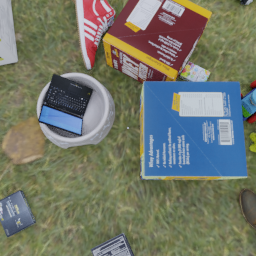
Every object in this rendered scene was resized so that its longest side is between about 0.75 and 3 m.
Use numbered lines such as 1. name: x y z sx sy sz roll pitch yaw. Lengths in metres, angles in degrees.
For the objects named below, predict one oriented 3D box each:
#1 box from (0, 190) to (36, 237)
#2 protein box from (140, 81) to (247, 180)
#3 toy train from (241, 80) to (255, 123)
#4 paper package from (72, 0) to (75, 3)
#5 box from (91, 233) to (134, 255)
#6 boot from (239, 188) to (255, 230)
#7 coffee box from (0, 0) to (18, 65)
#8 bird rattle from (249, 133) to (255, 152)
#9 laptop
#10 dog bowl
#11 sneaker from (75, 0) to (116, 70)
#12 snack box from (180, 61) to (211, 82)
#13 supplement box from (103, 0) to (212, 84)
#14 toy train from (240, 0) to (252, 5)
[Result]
1. box: -3.677 2.775 9.117 0.940 0.304 1.192 -26 80 -7
2. protein box: 1.843 0.183 8.830 2.874 1.939 2.853 0 78 0
3. toy train: 4.872 -1.368 9.373 2.671 1.545 1.130 -36 81 -7
4. paper package: -1.656 -5.857 10.629 1.911 0.989 1.821 -39 80 -7
5. box: -0.362 4.007 8.468 1.130 0.697 1.121 -25 56 -6
6. boot: 4.346 2.988 8.627 0.901 1.169 2.412 -25 79 -5
7. coffee box: -5.650 -3.765 9.234 2.826 2.799 2.830 -11 77 -2
8. bird rattle: 5.291 0.120 9.264 2.317 1.305 1.889 0 69 -2
9. laptop: -1.995 -0.771 9.205 1.457 0.849 1.644 20 90 -21
10. dog bowl: -1.818 -0.636 9.609 2.733 0.802 2.733 0 77 0
11. sneaker: -1.074 -3.435 10.122 1.440 0.912 2.561 -7 88 -8
12. snack box: 2.428 -1.932 10.165 0.906 0.240 0.645 29 79 6
13. supplement box: 0.943 -3.005 9.617 2.592 1.745 2.628 30 79 6
14. toy train: 4.237 -5.523 10.605 1.768 1.007 0.753 46 37 4
